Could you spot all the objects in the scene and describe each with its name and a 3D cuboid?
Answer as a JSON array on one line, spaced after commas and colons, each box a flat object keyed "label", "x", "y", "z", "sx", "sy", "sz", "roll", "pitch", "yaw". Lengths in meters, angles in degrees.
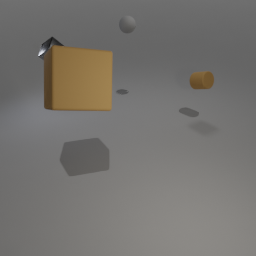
[{"label": "cube", "x": -1.270, "y": -1.141, "z": 6.899, "sx": 1.400, "sy": 1.400, "sz": 1.400, "roll": -1, "pitch": 5, "yaw": -23}, {"label": "cylinder", "x": 2.978, "y": -1.918, "z": 11.308, "sx": 0.700, "sy": 0.700, "sz": 0.700, "roll": -21, "pitch": 17, "yaw": -32}, {"label": "cube", "x": -3.027, "y": -3.050, "z": 11.187, "sx": 0.700, "sy": 0.700, "sz": 0.700, "roll": -20, "pitch": 52, "yaw": 35}, {"label": "ball", "x": -0.022, "y": -4.322, "z": 11.718, "sx": 0.700, "sy": 0.700, "sz": 0.700, "roll": 0, "pitch": 29, "yaw": 0}]
